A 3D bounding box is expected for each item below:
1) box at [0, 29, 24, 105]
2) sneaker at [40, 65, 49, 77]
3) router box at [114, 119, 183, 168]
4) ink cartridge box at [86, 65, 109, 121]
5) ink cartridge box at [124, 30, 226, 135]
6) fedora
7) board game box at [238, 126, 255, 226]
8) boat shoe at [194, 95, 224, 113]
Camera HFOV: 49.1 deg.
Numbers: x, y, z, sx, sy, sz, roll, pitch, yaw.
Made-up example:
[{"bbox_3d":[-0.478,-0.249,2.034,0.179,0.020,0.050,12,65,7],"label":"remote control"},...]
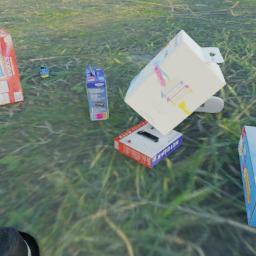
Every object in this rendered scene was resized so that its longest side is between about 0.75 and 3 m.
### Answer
[{"bbox_3d":[-4.667,-2.136,9.982,1.249,2.434,1.152,-18,37,-26],"label":"box"},{"bbox_3d":[-3.839,-2.714,12.801,0.385,0.458,1.168,-10,32,-12],"label":"sneaker"},{"bbox_3d":[0.584,0.374,7.927,1.325,0.361,1.477,25,40,34],"label":"router box"},{"bbox_3d":[-1.037,-1.246,9.284,0.637,1.668,1.138,-5,32,-8],"label":"ink cartridge box"},{"bbox_3d":[1.351,-1.358,7.670,1.544,2.465,1.584,40,28,-13],"label":"ink cartridge box"},{"bbox_3d":[-2.191,2.201,4.751,1.389,0.634,1.389,0,32,0],"label":"fedora"},{"bbox_3d":[4.109,1.132,6.313,2.823,0.789,2.764,8,32,13],"label":"board game box"},{"bbox_3d":[2.237,-0.961,9.824,2.143,0.735,0.607,9,27,3],"label":"boat shoe"}]
